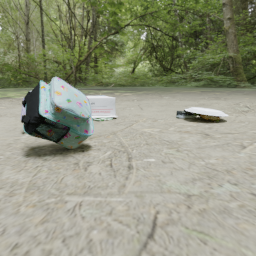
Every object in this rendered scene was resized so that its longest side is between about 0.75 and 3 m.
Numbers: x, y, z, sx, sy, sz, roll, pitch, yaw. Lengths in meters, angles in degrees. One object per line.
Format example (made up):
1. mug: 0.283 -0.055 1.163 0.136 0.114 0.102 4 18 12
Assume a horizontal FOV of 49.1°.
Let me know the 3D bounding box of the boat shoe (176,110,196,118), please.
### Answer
1. boat shoe: 2.806 -0.701 13.299 1.215 0.431 0.438 -7 13 -33

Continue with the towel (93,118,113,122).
1. towel: -1.146 -0.399 12.623 0.766 0.090 0.584 -9 13 -39

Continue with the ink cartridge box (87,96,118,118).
1. ink cartridge box: -1.567 -1.088 13.864 1.589 0.929 2.739 -4 10 -19

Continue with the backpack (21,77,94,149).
1. backpack: -1.685 -0.339 7.363 1.764 1.353 1.551 38 23 -41

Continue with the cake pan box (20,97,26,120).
1. cake pan box: -3.478 -0.488 10.000 0.252 0.886 0.962 -3 -24 6

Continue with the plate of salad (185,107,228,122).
1. plate of salad: 3.500 -0.606 12.568 1.919 0.461 1.919 6 11 -1
